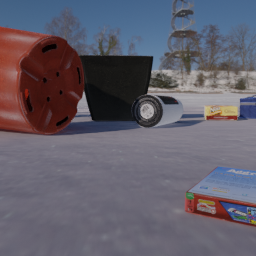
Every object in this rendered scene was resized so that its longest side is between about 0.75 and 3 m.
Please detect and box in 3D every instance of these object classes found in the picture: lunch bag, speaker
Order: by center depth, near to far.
[{"bbox_3d":[1.021,-0.554,8.904,0.972,0.972,2.393,2,5,25],"label":"speaker"},{"bbox_3d":[6.139,-1.022,13.135,1.659,1.098,1.127,-3,6,-20],"label":"lunch bag"}]

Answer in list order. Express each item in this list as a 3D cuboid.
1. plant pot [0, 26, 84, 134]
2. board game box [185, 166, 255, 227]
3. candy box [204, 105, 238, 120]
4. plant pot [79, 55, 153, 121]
[{"bbox_3d":[-2.827,-1.160,6.758,2.858,2.939,2.939,11,9,25],"label":"plant pot"},{"bbox_3d":[1.299,0.493,1.774,1.657,0.161,0.853,3,8,32],"label":"board game box"},{"bbox_3d":[3.990,-0.685,12.204,1.241,0.594,2.150,1,5,14],"label":"candy box"},{"bbox_3d":[-0.579,-1.565,11.641,2.790,2.475,2.783,0,5,-7],"label":"plant pot"}]
